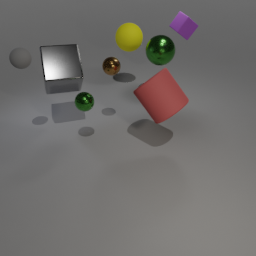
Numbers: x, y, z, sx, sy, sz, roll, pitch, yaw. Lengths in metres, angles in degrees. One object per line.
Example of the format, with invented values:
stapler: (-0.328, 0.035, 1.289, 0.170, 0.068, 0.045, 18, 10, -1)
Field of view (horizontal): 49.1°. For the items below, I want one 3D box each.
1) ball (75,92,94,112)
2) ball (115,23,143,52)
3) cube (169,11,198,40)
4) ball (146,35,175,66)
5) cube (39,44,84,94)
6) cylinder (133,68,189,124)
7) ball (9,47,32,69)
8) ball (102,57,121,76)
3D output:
ball: (-1.548, -0.934, 9.965, 0.700, 0.700, 0.700, 0, 32, 0)
ball: (0.054, -4.606, 14.244, 1.400, 1.400, 1.400, 0, 32, 0)
cube: (2.255, -4.131, 11.331, 0.700, 0.700, 0.700, 21, 27, -39)
ball: (1.527, -3.654, 13.194, 1.400, 1.400, 1.400, 0, 32, 0)
cube: (-2.574, -2.247, 10.839, 1.400, 1.400, 1.400, -9, -11, -16)
cylinder: (1.132, -1.102, 9.657, 1.400, 1.400, 1.400, -36, 6, 4)
ball: (-3.563, -2.313, 9.287, 0.700, 0.700, 0.700, 0, 32, 0)
ball: (-0.627, -2.343, 10.625, 0.700, 0.700, 0.700, 0, 32, 0)
